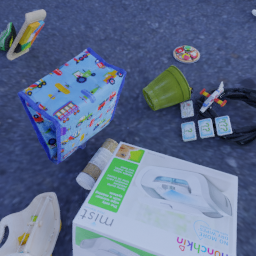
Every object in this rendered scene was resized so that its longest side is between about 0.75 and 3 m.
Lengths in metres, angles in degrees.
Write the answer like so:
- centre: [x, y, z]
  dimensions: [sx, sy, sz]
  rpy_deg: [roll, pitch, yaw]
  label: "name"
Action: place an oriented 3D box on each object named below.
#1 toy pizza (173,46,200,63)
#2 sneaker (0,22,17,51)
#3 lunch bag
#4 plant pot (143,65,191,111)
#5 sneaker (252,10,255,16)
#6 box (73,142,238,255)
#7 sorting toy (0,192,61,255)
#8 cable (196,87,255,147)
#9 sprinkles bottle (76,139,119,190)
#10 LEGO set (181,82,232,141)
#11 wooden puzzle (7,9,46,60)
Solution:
- centre: [2.229, -2.838, 10.649]
  dimensions: [1.023, 0.162, 1.023]
  rpy_deg: [0, 53, 0]
  label: "toy pizza"
- centre: [-4.806, -3.628, 10.984]
  dimensions: [0.633, 0.580, 1.487]
  rpy_deg: [1, 54, 1]
  label: "sneaker"
- centre: [-1.217, -0.226, 7.089]
  dimensions: [1.288, 2.738, 2.061]
  rpy_deg: [37, 61, 20]
  label: "lunch bag"
- centre: [1.144, -1.155, 8.872]
  dimensions: [1.182, 1.228, 1.228]
  rpy_deg: [-30, 58, -6]
  label: "plant pot"
- centre: [5.746, -4.975, 12.157]
  dimensions: [0.283, 0.322, 0.804]
  rpy_deg: [-27, 56, -17]
  label: "sneaker"
- centre: [0.661, 1.908, 5.976]
  dimensions: [2.889, 1.397, 2.549]
  rpy_deg: [17, 36, 12]
  label: "box"
- centre: [-2.435, 2.416, 6.342]
  dimensions: [1.498, 0.889, 1.664]
  rpy_deg: [-9, 31, 12]
  label: "sorting toy"
- centre: [3.250, -0.430, 8.627]
  dimensions: [2.487, 0.632, 2.029]
  rpy_deg: [18, 64, 23]
  label: "cable"
- centre: [-0.782, 0.957, 7.595]
  dimensions: [0.500, 0.500, 1.465]
  rpy_deg: [25, 57, 18]
  label: "sprinkles bottle"
- centre: [2.252, -0.599, 8.448]
  dimensions: [1.405, 0.461, 1.880]
  rpy_deg: [-11, 57, 20]
  label: "LEGO set"
- centre: [-3.494, -3.257, 9.846]
  dimensions: [0.322, 1.728, 1.599]
  rpy_deg: [33, 27, -10]
  label: "wooden puzzle"
